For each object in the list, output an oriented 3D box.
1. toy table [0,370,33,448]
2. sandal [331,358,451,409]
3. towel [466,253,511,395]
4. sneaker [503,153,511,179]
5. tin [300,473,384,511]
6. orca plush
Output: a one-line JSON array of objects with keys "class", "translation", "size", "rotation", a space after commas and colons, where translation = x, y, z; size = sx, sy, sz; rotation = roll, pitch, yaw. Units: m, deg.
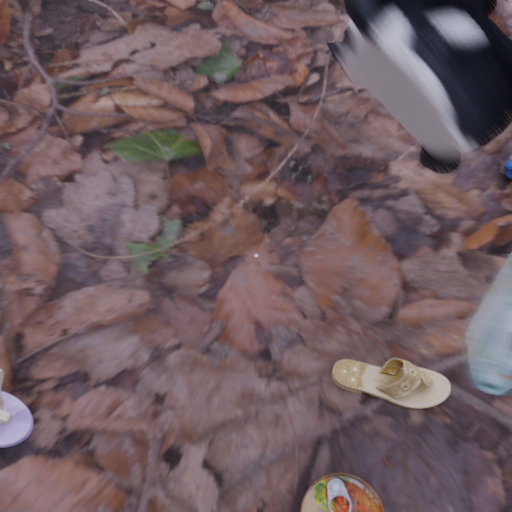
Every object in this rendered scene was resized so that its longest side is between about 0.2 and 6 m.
[{"class": "toy table", "translation": [-3.350, 1.931, 6.963], "size": [1.031, 0.604, 0.947], "rotation": [7, 57, 6]}, {"class": "sandal", "translation": [1.784, 1.576, 7.236], "size": [1.569, 0.516, 0.575], "rotation": [8, 58, 5]}, {"class": "towel", "translation": [2.521, 0.302, 5.202], "size": [0.431, 1.532, 1.790], "rotation": [30, 105, 16]}, {"class": "sneaker", "translation": [4.931, -1.033, 8.846], "size": [0.954, 0.863, 2.240], "rotation": [-41, 58, -12]}, {"class": "tin", "translation": [1.033, 3.347, 6.217], "size": [0.971, 0.363, 1.734], "rotation": [-5, 57, -8]}, {"class": "orca plush", "translation": [2.056, -2.224, 6.291], "size": [1.508, 4.241, 2.231], "rotation": [-31, 98, 9]}]
